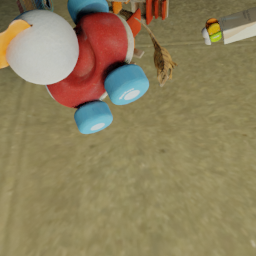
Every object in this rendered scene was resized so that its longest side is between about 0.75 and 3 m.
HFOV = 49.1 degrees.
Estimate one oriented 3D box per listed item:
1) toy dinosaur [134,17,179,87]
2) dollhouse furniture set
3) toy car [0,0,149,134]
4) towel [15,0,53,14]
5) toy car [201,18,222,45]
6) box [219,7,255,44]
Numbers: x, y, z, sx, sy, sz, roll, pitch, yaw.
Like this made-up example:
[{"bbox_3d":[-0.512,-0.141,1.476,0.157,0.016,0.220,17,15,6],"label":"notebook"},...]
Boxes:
[{"bbox_3d":[0.738,-1.655,6.286,0.561,0.987,1.857,-22,57,12],"label":"toy dinosaur"},{"bbox_3d":[0.237,-2.807,7.375,1.025,1.989,1.968,18,53,19],"label":"dollhouse furniture set"},{"bbox_3d":[-1.495,-1.364,5.567,2.773,2.453,2.556,-7,66,-46],"label":"toy car"},{"bbox_3d":[-2.173,-2.918,6.085,0.215,1.454,1.983,-23,13,-28],"label":"towel"},{"bbox_3d":[2.551,-2.948,8.376,0.706,0.807,0.605,-22,63,18],"label":"toy car"},{"bbox_3d":[2.101,-1.851,4.995,0.842,0.327,0.400,-13,56,17],"label":"box"}]
